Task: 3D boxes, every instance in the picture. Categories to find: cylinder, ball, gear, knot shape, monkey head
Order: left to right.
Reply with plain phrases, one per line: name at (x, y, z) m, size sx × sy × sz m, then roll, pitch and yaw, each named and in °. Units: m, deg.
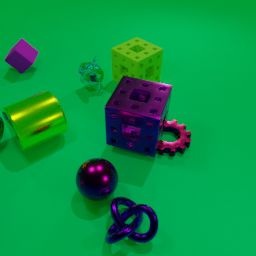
cylinder at (-2.530, -0.197, 7.646) m, size 1.297 × 1.297 × 1.297 m, roll -28°, pitch 50°, yaw -27°
monkey head at (-1.148, -1.882, 9.461) m, size 0.838 × 1.001 × 1.391 m, roll -5°, pitch 78°, yaw -34°
ball at (-0.709, 1.170, 6.421) m, size 0.976 × 0.976 × 0.976 m, roll 0°, pitch 43°, yaw 0°
knot shape at (0.104, 1.940, 5.797) m, size 1.088 × 0.537 × 1.162 m, roll 2°, pitch 40°, yaw 21°
gear at (1.142, 0.255, 7.949) m, size 1.265 × 0.234 × 1.265 m, roll 0°, pitch 43°, yaw 0°

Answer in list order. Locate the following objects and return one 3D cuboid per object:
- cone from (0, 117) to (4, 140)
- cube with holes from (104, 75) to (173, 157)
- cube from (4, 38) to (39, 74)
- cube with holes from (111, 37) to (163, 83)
cone at (-4.110, -0.046, 7.256) m, size 1.180 × 1.184 × 1.180 m, roll -9°, pitch 66°, yaw 20°
cube with holes at (0.281, -0.322, 7.341) m, size 1.352 × 1.352 × 1.352 m, roll 14°, pitch 47°, yaw 12°
cube at (-3.940, -2.664, 10.401) m, size 0.774 × 0.774 × 0.774 m, roll -27°, pitch 40°, yaw 32°
cube with holes at (0.306, -2.207, 9.831) m, size 1.255 × 1.255 × 1.255 m, roll -34°, pitch 53°, yaw -31°
